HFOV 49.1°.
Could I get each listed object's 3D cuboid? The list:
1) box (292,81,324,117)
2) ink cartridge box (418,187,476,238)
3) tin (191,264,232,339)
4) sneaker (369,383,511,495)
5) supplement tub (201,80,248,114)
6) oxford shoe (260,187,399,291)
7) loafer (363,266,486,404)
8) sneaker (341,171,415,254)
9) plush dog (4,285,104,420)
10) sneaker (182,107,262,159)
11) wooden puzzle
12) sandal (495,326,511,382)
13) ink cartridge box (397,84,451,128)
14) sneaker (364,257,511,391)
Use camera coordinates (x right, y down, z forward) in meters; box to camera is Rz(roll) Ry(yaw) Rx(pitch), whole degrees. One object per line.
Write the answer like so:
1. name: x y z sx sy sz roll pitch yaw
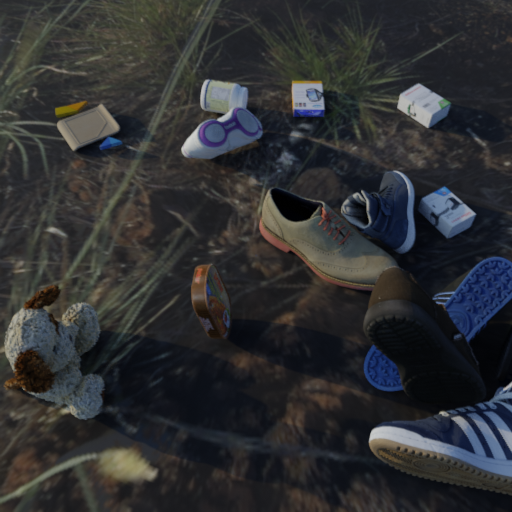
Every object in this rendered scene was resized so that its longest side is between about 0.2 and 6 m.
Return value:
1. box: 1.337 -4.014 14.474 0.791 0.275 1.328 1 55 1
2. ink cartridge box: 4.088 -0.935 12.032 0.696 0.401 0.959 -26 57 -19
3. tin: -0.770 0.822 9.922 0.346 1.655 0.927 0 52 15
4. sneaker: 3.482 2.608 8.819 3.367 1.180 1.827 12 58 1
5. supplement tub: -0.798 -3.983 14.128 1.060 0.769 0.769 11 53 7
6. oxford shoe: 1.409 -0.340 11.090 3.145 1.176 1.108 26 57 18
7. loafer: 2.556 1.218 8.123 1.166 3.195 1.140 -10 51 28
8. sneaker: 2.517 -1.195 11.638 1.509 0.794 2.089 22 49 -23
9. plush dog: -3.513 1.567 9.218 1.723 1.845 2.148 -10 53 -7
10. sneaker: -0.809 -2.850 13.173 2.305 1.148 0.863 -26 91 -44
11. wooden puzzle: -4.151 -3.176 13.873 1.369 0.237 2.029 -24 56 -12
12. sandal: 4.922 1.280 10.050 0.550 0.917 2.441 28 55 22
13. ink cartridge box: 4.239 -3.814 14.198 0.765 0.441 1.047 -33 59 -23
14. sneaker: 3.296 1.312 9.982 3.188 1.242 1.118 -37 70 0
